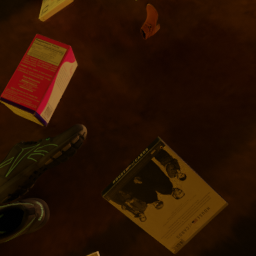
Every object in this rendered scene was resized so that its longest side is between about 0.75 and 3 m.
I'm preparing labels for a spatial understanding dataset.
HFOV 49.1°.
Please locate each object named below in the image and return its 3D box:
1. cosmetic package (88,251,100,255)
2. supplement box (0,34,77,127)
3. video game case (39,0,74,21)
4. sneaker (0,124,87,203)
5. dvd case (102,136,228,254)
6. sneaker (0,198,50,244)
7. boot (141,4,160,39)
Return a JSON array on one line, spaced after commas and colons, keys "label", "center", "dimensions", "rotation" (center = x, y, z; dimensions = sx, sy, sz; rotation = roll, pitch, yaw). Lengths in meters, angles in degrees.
[{"label": "cosmetic package", "center": [-1.007, 3.251, 6.061], "dimensions": [1.013, 0.262, 0.764], "rotation": [-19, 73, -6]}, {"label": "supplement box", "center": [-2.146, -1.176, 6.983], "dimensions": [0.991, 0.970, 1.918], "rotation": [23, 75, 6]}, {"label": "video game case", "center": [-1.832, -3.803, 7.569], "dimensions": [0.190, 1.605, 1.461], "rotation": [19, 74, -41]}, {"label": "sneaker", "center": [-2.121, 0.602, 6.489], "dimensions": [2.534, 0.955, 1.004], "rotation": [-37, 75, -11]}, {"label": "dvd case", "center": [0.778, 1.412, 5.616], "dimensions": [1.590, 0.262, 2.116], "rotation": [-45, 108, 6]}, {"label": "sneaker", "center": [-3.048, 2.113, 6.020], "dimensions": [2.553, 1.012, 0.963], "rotation": [-21, 77, -5]}, {"label": "boot", "center": [0.524, -2.827, 7.491], "dimensions": [0.603, 0.777, 0.298], "rotation": [-43, 47, -20]}]
